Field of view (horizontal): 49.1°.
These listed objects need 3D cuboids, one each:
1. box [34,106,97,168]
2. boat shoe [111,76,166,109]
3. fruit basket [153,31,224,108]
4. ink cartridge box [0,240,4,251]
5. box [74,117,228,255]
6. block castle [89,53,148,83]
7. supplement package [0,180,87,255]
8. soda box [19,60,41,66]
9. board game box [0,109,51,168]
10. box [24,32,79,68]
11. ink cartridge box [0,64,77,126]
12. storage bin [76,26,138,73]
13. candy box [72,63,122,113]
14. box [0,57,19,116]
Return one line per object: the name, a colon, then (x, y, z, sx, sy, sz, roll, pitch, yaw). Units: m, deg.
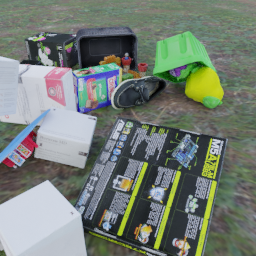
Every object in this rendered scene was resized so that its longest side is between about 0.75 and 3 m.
box: (-1.733, 0.235, 7.966, 1.413, 0.928, 1.420, 14, 32, -6)
boat shoe: (0.525, -1.351, 10.631, 0.901, 1.016, 2.718, 12, 24, 39)
fruit basket: (2.444, -1.999, 10.882, 2.157, 2.990, 2.990, -11, 26, 28)
ink cartridge box: (-2.873, 2.093, 5.379, 0.680, 0.928, 0.384, 10, 72, 15)
box: (0.527, 1.214, 6.148, 2.745, 0.675, 2.842, 13, 58, 17)
block castle: (-0.430, -2.463, 12.242, 2.339, 1.097, 1.563, -26, 41, -33)
supplement package: (-1.540, 2.007, 5.016, 1.129, 1.488, 1.121, -26, 41, -34)
soda box: (-4.516, -2.159, 12.062, 0.864, 0.774, 2.443, 4, 34, 4)
board game box: (-2.872, 0.531, 7.599, 1.983, 0.489, 2.510, -28, 22, 39)
box: (-3.754, -3.976, 14.286, 2.228, 1.385, 1.655, 10, 34, 15)
ink cartridge box: (-3.151, -1.085, 9.424, 2.539, 1.849, 1.077, 5, 34, 8)
storage bin: (-1.018, -3.720, 13.458, 2.773, 1.875, 1.300, -6, 34, -9)
candy box: (-1.140, -1.489, 10.375, 1.768, 1.495, 0.681, -19, 43, -27)
box: (-3.354, -1.032, 6.847, 0.735, 1.382, 1.052, 17, 16, 24)
